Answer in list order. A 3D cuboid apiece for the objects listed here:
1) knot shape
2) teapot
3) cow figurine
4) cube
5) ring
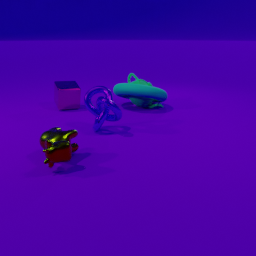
[{"bbox_3d":[-0.639,-0.511,7.519,0.572,1.238,1.159,-9,11,-42],"label":"knot shape"},{"bbox_3d":[0.556,-1.250,10.022,1.720,0.842,1.070,52,30,9],"label":"teapot"},{"bbox_3d":[-1.534,0.364,5.862,1.140,0.626,1.122,11,20,32],"label":"cow figurine"},{"bbox_3d":[-2.150,-1.167,9.899,0.770,0.770,0.770,-6,33,-24],"label":"cube"},{"bbox_3d":[0.443,-1.248,10.111,1.961,0.392,1.961,9,0,0],"label":"ring"}]
